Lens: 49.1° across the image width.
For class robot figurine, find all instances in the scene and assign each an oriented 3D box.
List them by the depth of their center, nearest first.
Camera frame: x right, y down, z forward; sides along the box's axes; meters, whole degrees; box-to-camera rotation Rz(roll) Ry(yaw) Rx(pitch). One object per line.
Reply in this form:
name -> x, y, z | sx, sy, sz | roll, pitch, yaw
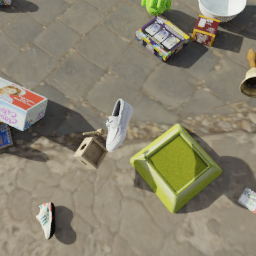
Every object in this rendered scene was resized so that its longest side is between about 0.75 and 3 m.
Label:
robot figurine -> 1.276, -5.614, 12.702 | 1.343, 1.531, 0.886 | 11, 104, 3

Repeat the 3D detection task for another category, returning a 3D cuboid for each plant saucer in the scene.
plant saucer -> 1.776, 1.303, 10.184 | 2.516, 0.603, 2.519 | -36, 71, -14

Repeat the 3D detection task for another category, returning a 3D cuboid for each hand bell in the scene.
hand bell -> 5.276, -2.525, 11.752 | 1.176, 1.176, 2.259 | 10, 55, 4

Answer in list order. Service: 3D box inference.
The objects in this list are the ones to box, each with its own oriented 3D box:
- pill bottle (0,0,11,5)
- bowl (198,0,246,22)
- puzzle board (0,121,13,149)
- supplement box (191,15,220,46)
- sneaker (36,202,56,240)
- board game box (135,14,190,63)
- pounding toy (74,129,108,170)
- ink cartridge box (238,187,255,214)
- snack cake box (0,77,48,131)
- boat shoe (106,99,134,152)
pill bottle -> -6.338, -6.221, 13.278 | 1.344, 0.753, 0.753 | -3, 67, -1
bowl -> 4.194, -5.625, 12.909 | 2.147, 0.965, 2.147 | 0, 67, 0
puzzle board -> -5.575, -0.055, 10.992 | 1.698, 0.196, 2.253 | -19, 69, -9
supplement box -> 3.459, -4.355, 12.540 | 0.969, 0.652, 0.983 | 20, 69, 8
sneaker -> -2.815, 3.167, 9.537 | 0.570, 0.429, 1.219 | -9, 66, 6
board game box -> 1.515, -3.999, 12.466 | 1.549, 0.531, 1.874 | -40, 73, -17
pounding toy -> -1.258, 0.578, 9.515 | 1.115, 0.581, 1.270 | 45, 58, -25
ink cartridge box -> 4.475, 2.642, 9.799 | 1.059, 0.267, 0.577 | 35, 72, 15
snack cake box -> -4.577, -1.033, 10.534 | 2.581, 0.867, 1.484 | 24, 27, 5
boat shoe -> -0.350, -0.138, 8.560 | 0.630, 0.662, 1.838 | 40, 56, -26
